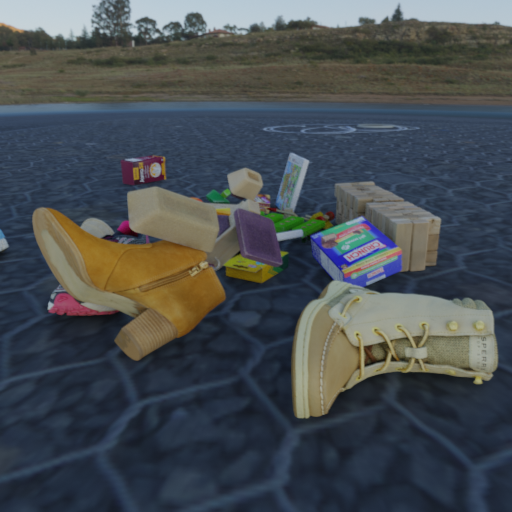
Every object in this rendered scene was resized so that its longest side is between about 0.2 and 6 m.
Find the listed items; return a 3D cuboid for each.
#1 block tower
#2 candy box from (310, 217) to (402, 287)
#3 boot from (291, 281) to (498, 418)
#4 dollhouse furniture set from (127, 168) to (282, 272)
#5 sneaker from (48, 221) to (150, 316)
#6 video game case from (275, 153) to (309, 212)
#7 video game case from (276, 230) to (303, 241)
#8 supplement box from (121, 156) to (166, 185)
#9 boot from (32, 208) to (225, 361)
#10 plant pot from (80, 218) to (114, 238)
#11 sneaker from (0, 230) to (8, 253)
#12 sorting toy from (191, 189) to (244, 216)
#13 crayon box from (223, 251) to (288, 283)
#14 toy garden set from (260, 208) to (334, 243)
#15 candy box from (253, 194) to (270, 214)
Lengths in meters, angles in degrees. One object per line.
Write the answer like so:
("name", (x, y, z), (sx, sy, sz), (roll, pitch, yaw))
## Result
("block tower", (2.379, -0.649, 10.654), (0.874, 0.936, 3.237), (-3, 20, -9))
("candy box", (1.543, -0.042, 8.781), (0.994, 0.453, 1.175), (-21, 37, -11))
("boot", (1.479, 0.976, 5.832), (1.934, 0.906, 2.488), (7, 16, 19))
("dollhouse furniture set", (-1.034, -0.435, 7.785), (2.126, 1.509, 1.684), (16, 49, -37))
("sneaker", (-2.244, 0.182, 8.117), (0.979, 0.906, 2.427), (3, 19, 9))
("video game case", (0.806, -1.661, 12.977), (0.146, 1.320, 1.201), (12, 14, -16))
("video game case", (-0.072, -0.239, 9.923), (1.381, 0.152, 1.259), (-10, 1, -29))
("supplement box", (-3.320, -2.535, 16.553), (0.541, 0.697, 1.263), (14, 23, 36))
("boot", (-1.500, 0.057, 6.920), (1.584, 2.213, 0.779), (-39, 0, -41))
("plant pot", (-2.842, -0.097, 9.304), (0.831, 0.831, 0.761), (10, 32, 27))
("sneaker", (-5.888, -0.682, 10.033), (2.926, 1.316, 1.147), (2, 19, 7))
("sorting toy", (-1.156, -1.165, 12.988), (1.825, 0.363, 2.468), (-1, 19, -4))
("crayon box", (-0.020, 0.159, 9.171), (0.694, 0.278, 1.093), (11, 21, 30))
("toy garden set", (0.630, -0.661, 11.579), (1.766, 0.352, 1.472), (12, 24, 34))
("candy box", (0.050, -1.261, 13.383), (0.543, 0.263, 0.931), (6, 17, -1))
